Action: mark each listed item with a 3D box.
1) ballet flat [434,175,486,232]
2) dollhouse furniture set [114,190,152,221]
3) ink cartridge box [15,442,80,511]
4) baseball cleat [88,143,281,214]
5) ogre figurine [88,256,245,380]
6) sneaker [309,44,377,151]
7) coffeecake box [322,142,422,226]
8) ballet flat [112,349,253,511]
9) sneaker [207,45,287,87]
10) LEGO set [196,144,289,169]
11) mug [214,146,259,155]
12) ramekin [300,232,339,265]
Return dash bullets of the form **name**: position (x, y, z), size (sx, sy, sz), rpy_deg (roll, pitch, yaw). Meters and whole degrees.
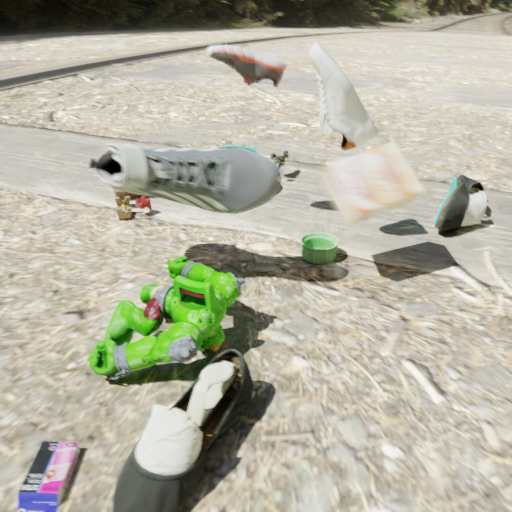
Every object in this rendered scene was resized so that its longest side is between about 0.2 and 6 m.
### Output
- **ballet flat**: position (4.871, -1.258, 13.046), size (0.945, 0.940, 2.764), rpy_deg (18, 33, 19)
- **dollhouse furniture set**: position (-3.018, -1.472, 13.851), size (0.950, 0.718, 1.766), rpy_deg (-7, 46, -14)
- **ink cartridge box**: position (-2.476, 2.636, 6.633), size (0.476, 0.186, 1.005), rpy_deg (1, 31, 1)
- **baseball cleat**: position (-1.314, -1.308, 9.502), size (3.302, 1.151, 1.757), rpy_deg (4, 7, 23)
- **ogre figurine**: position (-1.256, 0.895, 8.695), size (1.599, 1.308, 2.666), rpy_deg (2, 14, 28)
- **sneaker**: position (1.431, -2.884, 10.539), size (0.902, 2.132, 0.776), rpy_deg (-32, 25, 12)
- **coffeecake box**: position (2.079, -1.306, 10.117), size (1.406, 0.514, 1.079), rpy_deg (-21, 73, -16)
- **ballet flat**: position (-0.866, 2.047, 6.889), size (0.918, 0.923, 2.699), rpy_deg (16, 33, 18)
- **sneaker**: position (-0.226, -3.796, 11.325), size (1.634, 0.669, 0.629), rpy_deg (14, 29, -3)
- **LEGO set**: position (-0.431, -2.633, 15.786), size (2.703, 0.766, 1.755), rpy_deg (19, 30, 31)
- **mug**: position (-0.594, -2.211, 14.612), size (1.400, 1.054, 1.704), rpy_deg (2, 27, 6)
- **ramekin**: position (1.292, -0.145, 11.512), size (0.792, 0.387, 0.792), rpy_deg (0, 28, 0)
